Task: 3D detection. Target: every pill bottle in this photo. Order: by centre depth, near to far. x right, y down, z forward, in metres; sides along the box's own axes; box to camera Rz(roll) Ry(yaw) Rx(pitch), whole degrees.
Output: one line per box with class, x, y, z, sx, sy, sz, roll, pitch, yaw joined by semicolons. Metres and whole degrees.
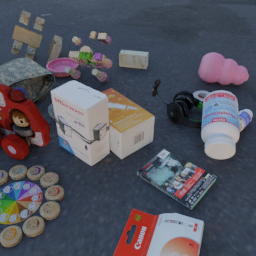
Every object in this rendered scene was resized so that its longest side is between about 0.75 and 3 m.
pill bottle;3.327;-0.121;10.123;1.296;1.296;2.383;7;52;9
pill bottle;4.504;-0.329;11.110;0.608;0.608;1.085;31;47;33

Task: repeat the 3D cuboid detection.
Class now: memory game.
memory game;-3.361;2.148;8.328;2.928;0.187;2.928;0;38;0

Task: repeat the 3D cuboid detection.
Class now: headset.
headset;2.190;-1.019;11.455;2.674;1.256;1.651;26;44;13

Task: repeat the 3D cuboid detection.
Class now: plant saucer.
plant saucer;-3.457;-3.196;14.862;1.673;0.424;1.673;-1;39;0

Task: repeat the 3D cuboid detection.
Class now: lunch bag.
lunch bag;-4.798;-2.057;12.557;2.598;1.528;2.131;-33;49;-28

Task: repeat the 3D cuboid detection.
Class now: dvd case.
dvd case;1.562;1.551;9.054;2.073;0.228;1.513;29;47;30

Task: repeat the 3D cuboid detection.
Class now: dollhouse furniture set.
dollhouse furniture set;-5.021;-4.735;15.447;2.521;2.209;1.674;17;31;-23

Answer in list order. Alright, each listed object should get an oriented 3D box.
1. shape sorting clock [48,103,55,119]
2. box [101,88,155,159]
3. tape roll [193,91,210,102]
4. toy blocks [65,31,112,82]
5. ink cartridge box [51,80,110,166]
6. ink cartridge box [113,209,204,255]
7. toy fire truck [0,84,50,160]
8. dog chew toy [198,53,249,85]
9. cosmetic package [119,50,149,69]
shape sorting clock;-2.846;-0.697;11.420;0.792;0.792;0.155;-5;35;-6
box;-0.439;-0.256;10.509;1.564;1.226;2.514;-28;46;-30
tape roll;3.362;-1.318;12.590;0.940;0.311;0.940;1;38;-1
toy blocks;-1.711;-3.446;14.137;2.058;2.202;1.854;9;-3;24
ink cartridge box;-1.559;-0.164;9.482;1.726;2.358;1.012;27;46;30
ink cartridge box;0.823;2.856;7.205;2.009;0.504;1.629;15;40;14
toy fire truck;-4.101;-0.413;9.764;2.854;2.396;1.600;16;41;19
dog chew toy;4.664;-2.776;13.627;2.332;1.452;1.452;19;42;11
cosmetic package;0.318;-3.733;15.250;1.529;0.791;0.559;8;40;11
